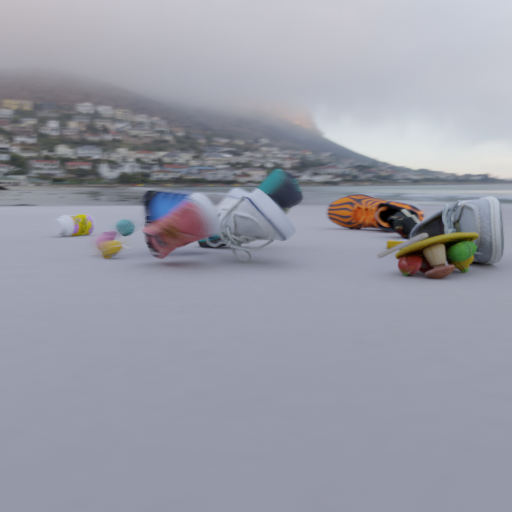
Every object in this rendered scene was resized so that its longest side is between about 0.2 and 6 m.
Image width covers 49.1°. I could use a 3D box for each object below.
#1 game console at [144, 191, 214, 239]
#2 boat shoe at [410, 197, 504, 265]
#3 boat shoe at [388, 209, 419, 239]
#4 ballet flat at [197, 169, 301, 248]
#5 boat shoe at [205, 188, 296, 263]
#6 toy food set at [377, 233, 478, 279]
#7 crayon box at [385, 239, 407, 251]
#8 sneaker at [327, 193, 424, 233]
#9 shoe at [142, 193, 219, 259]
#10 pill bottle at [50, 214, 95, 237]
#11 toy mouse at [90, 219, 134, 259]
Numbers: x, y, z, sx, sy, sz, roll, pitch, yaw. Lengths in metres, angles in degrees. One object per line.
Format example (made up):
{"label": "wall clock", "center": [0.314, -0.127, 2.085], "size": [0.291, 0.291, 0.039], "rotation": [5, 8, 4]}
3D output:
{"label": "game console", "center": [-1.440, -0.765, 10.497], "size": [1.158, 0.685, 0.989], "rotation": [2, 13, -32]}
{"label": "boat shoe", "center": [3.342, -0.381, 9.382], "size": [0.926, 1.064, 2.888], "rotation": [-6, 2, 3]}
{"label": "boat shoe", "center": [3.755, -0.676, 13.842], "size": [0.592, 0.691, 1.889], "rotation": [-32, 14, 6]}
{"label": "ballet flat", "center": [-0.103, -0.739, 11.444], "size": [2.574, 0.940, 0.940], "rotation": [-35, -12, 29]}
{"label": "boat shoe", "center": [-0.290, -0.482, 9.242], "size": [1.123, 0.974, 2.635], "rotation": [-43, 23, -7]}
{"label": "toy food set", "center": [2.488, 0.077, 7.756], "size": [1.650, 0.539, 0.971], "rotation": [-3, -17, -41]}
{"label": "crayon box", "center": [2.961, -0.227, 11.484], "size": [0.438, 0.180, 0.697], "rotation": [4, 8, 32]}
{"label": "sneaker", "center": [3.443, -1.302, 16.700], "size": [2.970, 1.152, 1.664], "rotation": [2, 6, 21]}
{"label": "shoe", "center": [-1.176, -0.377, 8.466], "size": [0.829, 0.651, 1.823], "rotation": [-32, 3, -20]}
{"label": "pill bottle", "center": [-4.835, -0.795, 14.755], "size": [0.576, 0.576, 1.105], "rotation": [4, 8, 29]}
{"label": "toy mouse", "center": [-2.537, -0.376, 9.983], "size": [1.127, 1.002, 0.218], "rotation": [-21, -50, 32]}
